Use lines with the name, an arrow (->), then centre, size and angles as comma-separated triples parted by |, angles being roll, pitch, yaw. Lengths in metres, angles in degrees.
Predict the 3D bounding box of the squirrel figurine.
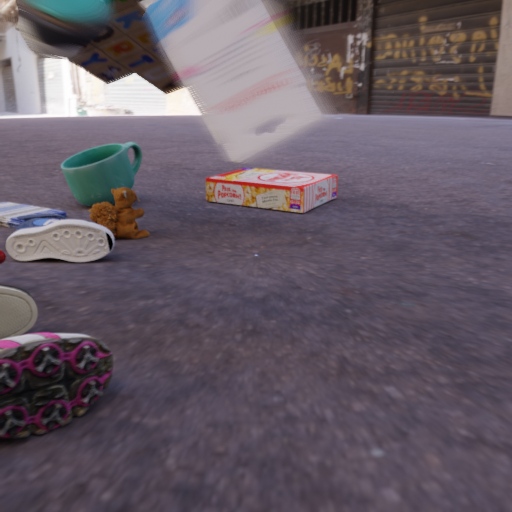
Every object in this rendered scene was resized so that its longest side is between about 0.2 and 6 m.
squirrel figurine -> -2.516, -0.774, 10.208 | 0.974, 0.909, 0.689 | -13, 22, -36

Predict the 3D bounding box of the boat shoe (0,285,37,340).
boat shoe -> -3.549, 0.605, 5.983 | 2.278, 0.818, 0.770 | -7, 23, -15

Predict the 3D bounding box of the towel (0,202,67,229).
towel -> -5.064, -0.856, 11.665 | 1.764, 0.210, 1.296 | 9, 18, 22

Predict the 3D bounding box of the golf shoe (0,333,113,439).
golf shoe -> -2.329, 1.058, 4.537 | 2.295, 0.833, 1.057 | -13, 22, -36

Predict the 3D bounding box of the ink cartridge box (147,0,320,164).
ink cartridge box -> -0.178, -1.605, 4.906 | 0.885, 1.537, 0.522 | -28, -3, -2

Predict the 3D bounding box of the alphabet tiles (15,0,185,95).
alphabet tiles -> -1.615, -3.578, 9.346 | 2.924, 0.132, 3.498 | -15, -9, 18

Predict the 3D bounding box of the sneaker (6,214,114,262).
sneaker -> -3.116, -0.407, 9.351 | 1.775, 0.715, 1.299 | -4, 21, 4

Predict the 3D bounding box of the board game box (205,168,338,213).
board game box -> 0.391, -1.603, 13.342 | 2.562, 0.593, 1.941 | 10, 20, 28

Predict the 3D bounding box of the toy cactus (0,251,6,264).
toy cactus -> -4.403, 0.274, 7.123 | 2.052, 1.049, 1.693 | 4, 26, -15

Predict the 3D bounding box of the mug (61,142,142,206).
mug -> -3.387, -1.825, 12.781 | 1.771, 1.095, 1.455 | -18, 28, -6

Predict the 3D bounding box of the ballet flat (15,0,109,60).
ballet flat -> -2.055, -2.522, 5.684 | 0.894, 0.894, 2.448 | -9, 47, -26
